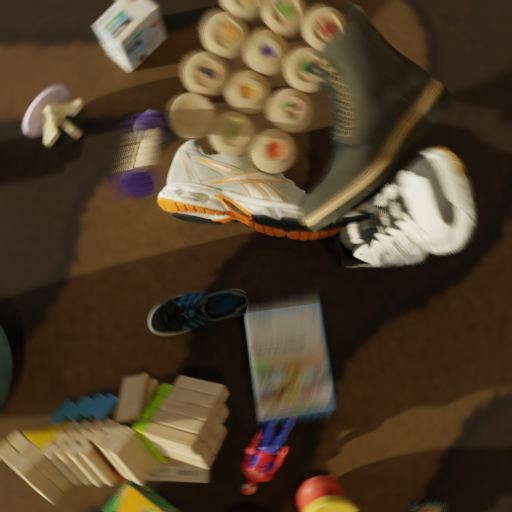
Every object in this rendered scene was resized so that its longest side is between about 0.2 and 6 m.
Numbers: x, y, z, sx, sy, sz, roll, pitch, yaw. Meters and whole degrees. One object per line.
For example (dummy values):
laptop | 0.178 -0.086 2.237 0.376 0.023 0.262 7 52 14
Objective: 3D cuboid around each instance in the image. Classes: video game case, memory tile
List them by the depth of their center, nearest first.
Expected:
video game case | 0.523 1.647 8.737 1.193 0.148 1.667 -8 86 -4
memory tile | 0.030 -3.002 9.192 2.242 0.246 2.925 23 90 -2
video game case | -1.488 3.218 9.635 1.360 0.150 1.240 2 82 1

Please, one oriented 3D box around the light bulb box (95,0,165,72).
light bulb box | -2.286 -4.130 10.300 0.628 1.006 0.997 42 84 6

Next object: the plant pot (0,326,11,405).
plant pot | -5.329 1.793 8.678 3.067 2.461 3.067 0 82 -1

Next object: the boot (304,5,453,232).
boot | 1.295 -2.130 8.770 2.169 1.215 3.136 44 75 -6

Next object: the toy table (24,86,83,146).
toy table | -3.645 -2.510 10.168 0.608 0.954 1.038 36 98 21

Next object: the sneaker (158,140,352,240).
sneaker | 0.067 -1.266 9.789 3.391 1.284 1.560 11 78 0

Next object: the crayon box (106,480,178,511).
crayon box | -1.683 4.657 9.162 1.824 0.531 1.083 38 85 1

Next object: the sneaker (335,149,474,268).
sneaker | 2.067 -0.428 8.445 1.456 3.322 1.256 -13 73 -6

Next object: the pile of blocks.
pile of blocks | -2.185 3.034 9.250 3.923 1.610 1.219 -13 126 12

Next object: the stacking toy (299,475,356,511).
stacking toy | 0.664 4.880 9.251 2.376 1.004 2.151 -24 108 -1

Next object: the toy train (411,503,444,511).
toy train | 2.897 4.338 9.431 0.586 0.250 0.334 0 72 0

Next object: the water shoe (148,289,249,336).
water shoe | -1.023 0.905 9.689 1.822 0.719 0.652 -16 82 -2

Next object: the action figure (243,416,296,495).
action figure | 0.239 3.204 9.514 0.587 0.463 1.793 26 85 1

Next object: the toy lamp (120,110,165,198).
toy lamp | -1.706 -1.634 8.548 0.542 0.542 1.864 0 42 0
